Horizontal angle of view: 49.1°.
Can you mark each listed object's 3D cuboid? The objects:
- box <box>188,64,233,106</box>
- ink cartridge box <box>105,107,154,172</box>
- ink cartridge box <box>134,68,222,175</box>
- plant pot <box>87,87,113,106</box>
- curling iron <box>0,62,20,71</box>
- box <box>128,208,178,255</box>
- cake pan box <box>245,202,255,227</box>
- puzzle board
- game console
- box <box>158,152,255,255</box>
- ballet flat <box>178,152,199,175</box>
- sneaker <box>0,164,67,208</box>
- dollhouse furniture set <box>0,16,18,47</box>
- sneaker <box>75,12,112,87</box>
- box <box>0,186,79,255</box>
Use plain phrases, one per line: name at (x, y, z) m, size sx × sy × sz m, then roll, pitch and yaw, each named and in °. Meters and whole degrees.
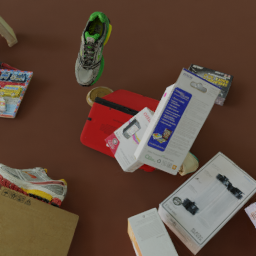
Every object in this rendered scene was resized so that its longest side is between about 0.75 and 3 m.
box at (3.099, -1.749, 11.084) m, size 1.767 × 0.427 × 1.399 m, roll 21°, pitch 55°, yaw 16°
ink cartridge box at (0.323, 0.363, 8.251) m, size 1.626 × 0.696 × 1.200 m, roll -39°, pitch 67°, yaw 12°
ink cartridge box at (1.260, -0.130, 7.255) m, size 1.227 × 2.592 × 0.481 m, roll 23°, pitch 12°, yaw -18°
plant pot at (-1.043, -1.226, 10.864) m, size 1.137 × 0.156 × 1.137 m, roll 0°, pitch 53°, yaw 0°
curling iron at (-5.235, -2.544, 11.791) m, size 2.177 × 0.278 × 0.540 m, roll 31°, pitch 59°, yaw 21°
box at (0.610, 2.986, 7.017) m, size 0.786 × 1.125 × 1.478 m, roll -17°, pitch 54°, yaw -13°
cake pan box at (4.341, 2.699, 7.278) m, size 1.875 × 0.533 × 2.036 m, roll -10°, pitch 59°, yaw -23°
puzzle board at (-5.408, -1.469, 10.813) m, size 2.924 × 0.254 × 2.203 m, roll 6°, pitch 58°, yaw 7°
game console at (0.221, -0.064, 9.713) m, size 2.851 × 1.692 × 2.457 m, roll 20°, pitch 89°, yaw 22°
box at (2.293, 2.045, 7.953) m, size 2.618 × 0.787 × 1.527 m, roll -35°, pitch 60°, yaw -23°
ballet flat at (1.101, 0.568, 9.066) m, size 0.898 × 0.898 × 2.585 m, roll -35°, pitch 60°, yaw -24°
sneaker at (-2.892, 1.603, 8.340) m, size 2.296 × 0.894 × 0.943 m, roll 22°, pitch 51°, yaw 5°
dollhouse furniture set at (-6.625, -4.013, 12.492) m, size 2.578 × 1.678 × 2.368 m, roll -33°, pitch 56°, yaw 2°
sneaker at (-1.373, -2.821, 10.013) m, size 1.059 × 1.157 × 2.715 m, roll 13°, pitch 96°, yaw 6°
box at (-2.544, 2.678, 7.084) m, size 2.253 × 0.240 × 1.842 m, roll 26°, pitch 43°, yaw -12°
